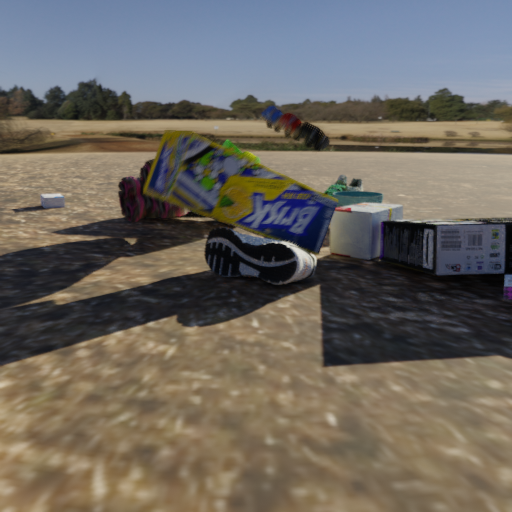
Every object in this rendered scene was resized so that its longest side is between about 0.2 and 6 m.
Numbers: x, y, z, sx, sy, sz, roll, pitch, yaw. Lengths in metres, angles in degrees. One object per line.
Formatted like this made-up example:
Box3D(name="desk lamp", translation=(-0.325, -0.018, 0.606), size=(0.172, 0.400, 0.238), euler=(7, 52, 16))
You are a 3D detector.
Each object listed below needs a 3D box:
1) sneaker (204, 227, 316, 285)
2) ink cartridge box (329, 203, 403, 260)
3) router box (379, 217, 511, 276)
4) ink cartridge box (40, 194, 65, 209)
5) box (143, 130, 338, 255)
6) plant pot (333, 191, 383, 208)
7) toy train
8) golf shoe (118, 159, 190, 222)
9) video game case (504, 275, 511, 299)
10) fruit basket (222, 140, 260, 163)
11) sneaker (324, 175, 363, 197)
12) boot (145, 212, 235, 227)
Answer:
Box3D(name="sneaker", translation=(0.024, 0.049, 8.879), size=(2.089, 0.770, 0.836), euler=(17, 8, 40))
Box3D(name="ink cartridge box", translation=(2.075, -0.493, 10.461), size=(0.881, 0.877, 1.212), euler=(9, 15, 40))
Box3D(name="router box", translation=(3.811, -0.209, 8.992), size=(3.038, 0.776, 2.266), euler=(-1, 6, -7))
Box3D(name="ink cartridge box", translation=(-5.963, -1.609, 16.383), size=(0.567, 0.333, 0.775), euler=(-6, 14, -27))
Box3D(name="box", translation=(-0.162, -0.991, 9.327), size=(3.151, 1.104, 1.013), euler=(18, 3, -36))
Box3D(name="plant pot", translation=(2.367, -1.070, 13.118), size=(1.162, 0.783, 1.162), euler=(0, 14, 0))
Box3D(name="toy train", translation=(0.590, -2.187, 9.424), size=(0.305, 0.410, 1.789), euler=(-44, 41, -6))
Box3D(name="golf shoe", translation=(-1.694, -1.386, 11.428), size=(1.473, 1.162, 3.200), euler=(-12, 7, -31))
Box3D(name="video game case", translation=(3.746, 0.390, 7.130), size=(1.090, 0.195, 0.988), euler=(-1, 6, 25))
Box3D(name="fruit basket", translation=(-0.274, -1.748, 10.208), size=(0.793, 0.572, 0.793), euler=(-4, -31, -2))
Box3D(name="sneaker", translation=(1.976, -1.501, 14.221), size=(0.964, 1.110, 2.506), euler=(11, 17, 38))
Box3D(name="boot", translation=(-1.761, -1.318, 13.569), size=(2.965, 1.076, 2.696), euler=(8, 0, 6))
